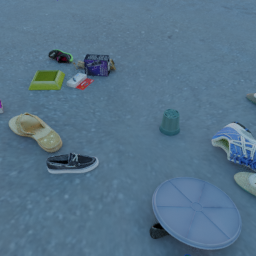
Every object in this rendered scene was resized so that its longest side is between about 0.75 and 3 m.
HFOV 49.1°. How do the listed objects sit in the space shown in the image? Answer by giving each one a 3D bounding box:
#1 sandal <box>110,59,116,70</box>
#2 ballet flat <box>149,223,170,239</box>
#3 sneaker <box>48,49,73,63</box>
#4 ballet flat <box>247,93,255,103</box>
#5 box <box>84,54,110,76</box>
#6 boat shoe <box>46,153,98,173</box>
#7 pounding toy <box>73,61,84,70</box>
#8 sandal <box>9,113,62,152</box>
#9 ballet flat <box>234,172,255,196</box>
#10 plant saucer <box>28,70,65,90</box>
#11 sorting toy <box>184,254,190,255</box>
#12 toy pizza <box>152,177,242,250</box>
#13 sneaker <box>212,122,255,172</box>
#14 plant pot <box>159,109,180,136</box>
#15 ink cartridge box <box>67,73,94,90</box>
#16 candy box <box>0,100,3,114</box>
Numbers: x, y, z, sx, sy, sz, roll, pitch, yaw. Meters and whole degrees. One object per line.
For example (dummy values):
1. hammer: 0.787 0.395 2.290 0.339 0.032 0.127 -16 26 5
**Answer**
1. sandal: -0.906 -3.225 14.550 0.385 0.429 1.170 -30 32 13
2. ballet flat: 1.125 2.605 7.508 1.260 0.358 0.419 -15 39 -31
3. sneaker: -3.684 -3.827 15.021 1.463 0.562 0.613 13 38 17
4. ballet flat: 5.845 -1.168 11.853 0.611 0.578 1.813 -19 43 -21
5. box: -1.536 -3.119 13.926 1.204 0.891 0.628 3 41 6
6. boat shoe: -1.824 1.085 9.190 1.677 0.569 0.602 -3 40 -4
7. pounding toy: -2.469 -3.247 14.617 0.762 0.437 0.436 21 16 10
8. sandal: -3.508 -0.153 10.234 2.818 0.927 1.033 28 56 30
9. ballet flat: 4.239 1.812 8.237 0.751 0.694 2.226 -32 50 -32
10. plant saucer: -3.894 -2.368 13.439 1.503 0.360 1.506 -1 40 -1
11. sorting toy: 1.331 3.287 6.462 1.179 0.484 0.708 8 64 15
12. toy pizza: 1.854 2.294 7.723 2.445 0.387 2.445 6 33 -4
13. sneaker: 3.939 0.931 9.148 1.110 1.091 2.883 -24 37 -13
14. plant pot: 1.611 -0.248 10.605 0.805 0.789 0.805 0 41 0
15. ink cartridge box: -2.264 -2.240 13.396 0.902 0.229 1.024 17 43 21
16. candy box: -5.733 -0.792 11.623 0.968 0.295 0.660 -15 43 -17
